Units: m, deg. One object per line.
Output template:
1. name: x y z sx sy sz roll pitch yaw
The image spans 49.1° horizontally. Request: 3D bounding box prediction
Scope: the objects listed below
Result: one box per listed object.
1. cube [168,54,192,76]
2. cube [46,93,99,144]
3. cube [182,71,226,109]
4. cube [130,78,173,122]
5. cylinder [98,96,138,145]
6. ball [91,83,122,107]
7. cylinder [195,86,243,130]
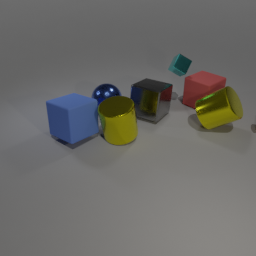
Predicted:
1. cube: 2.378 -2.872 12.851 0.700 0.700 0.700 27 -3 -11
2. cube: -2.128 -0.418 10.858 1.400 1.400 1.400 19 31 37
3. cube: 3.633 -1.767 13.423 1.400 1.400 1.400 -25 39 -34
4. cube: 1.024 -1.284 12.527 1.400 1.400 1.400 18 30 26
5. cylinder: -0.364 -0.302 10.887 1.400 1.400 1.400 -6 39 5
6. ball: -0.962 -1.320 12.714 1.400 1.400 1.400 0 32 0
7. cylinder: 3.704 -0.795 11.399 1.400 1.400 1.400 -24 14 39
